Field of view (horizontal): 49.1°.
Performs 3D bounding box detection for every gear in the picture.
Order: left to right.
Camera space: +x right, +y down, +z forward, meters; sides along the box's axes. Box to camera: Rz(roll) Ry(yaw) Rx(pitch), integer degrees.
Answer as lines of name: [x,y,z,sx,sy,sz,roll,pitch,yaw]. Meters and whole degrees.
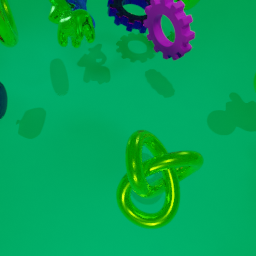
gear: [0.216,-3.648,8.631,1.697,0.314,1.697,6,59,-11]
gear: [0.892,-2.224,6.291,0.256,1.384,1.384,-31,60,-22]

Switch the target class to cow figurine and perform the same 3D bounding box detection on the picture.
cow figurine: [-1.458,-2.804,7.166,1.464,1.440,0.803,-1,4,45]

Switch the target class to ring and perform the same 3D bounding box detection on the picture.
ring: [-2.765,-2.603,5.851,0.366,1.828,1.828,-18,56,-9]

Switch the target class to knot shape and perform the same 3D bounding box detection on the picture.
knot shape: [-1.379,-3.406,8.124,0.550,1.191,1.114,-18,32,8]
knot shape: [0.378,0.810,4.094,0.665,1.438,1.346,29,98,58]

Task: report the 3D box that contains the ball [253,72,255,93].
ball: [2.737,-0.840,5.007,0.909,0.909,0.909,0,54,0]

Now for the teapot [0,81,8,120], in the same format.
teapot: [-3.291,-0.656,6.216,0.892,1.821,1.132,2,63,0]

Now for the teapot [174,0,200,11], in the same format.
teapot: [1.828,-4.234,8.644,0.991,1.594,0.781,-32,77,-17]
